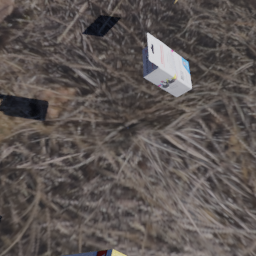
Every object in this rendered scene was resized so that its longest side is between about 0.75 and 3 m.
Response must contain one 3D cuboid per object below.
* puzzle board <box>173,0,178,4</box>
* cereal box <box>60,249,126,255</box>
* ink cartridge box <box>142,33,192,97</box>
[{"bbox_3d":[1.584,-3.864,7.391,0.092,0.795,1.055,37,72,2],"label":"puzzle board"},{"bbox_3d":[-1.016,2.772,4.205,2.208,0.436,1.589,-23,39,35],"label":"cereal box"},{"bbox_3d":[0.605,-1.070,4.870,1.106,0.375,0.637,24,53,-37],"label":"ink cartridge box"}]
